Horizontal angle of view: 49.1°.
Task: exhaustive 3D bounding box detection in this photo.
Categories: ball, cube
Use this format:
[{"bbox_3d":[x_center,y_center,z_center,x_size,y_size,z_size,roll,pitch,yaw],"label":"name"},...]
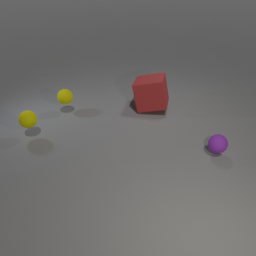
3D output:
[{"bbox_3d":[-2.875,-1.424,12.800,0.700,0.700,0.700,0,31,0],"label":"ball"},{"bbox_3d":[-3.953,-0.340,11.065,0.700,0.700,0.700,0,31,0],"label":"ball"},{"bbox_3d":[1.102,-1.682,13.224,1.400,1.400,1.400,-5,27,16],"label":"cube"},{"bbox_3d":[3.285,0.573,10.221,0.700,0.700,0.700,0,31,0],"label":"ball"}]
